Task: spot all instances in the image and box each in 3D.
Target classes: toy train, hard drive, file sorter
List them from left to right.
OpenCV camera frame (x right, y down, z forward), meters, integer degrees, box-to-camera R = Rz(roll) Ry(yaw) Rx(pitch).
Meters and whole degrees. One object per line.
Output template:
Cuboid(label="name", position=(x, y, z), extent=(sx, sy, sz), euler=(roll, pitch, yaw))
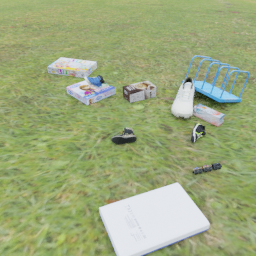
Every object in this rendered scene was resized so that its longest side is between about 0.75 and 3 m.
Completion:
Cuboid(label="hard drive", position=(0.662, 2.437, 7.552), extent=(2.490, 0.316, 1.643), euler=(-13, 36, -19))
Cuboid(label="toy train", position=(2.608, 1.336, 9.318), extent=(1.092, 0.186, 0.250), euler=(-10, 32, -15))
Cuboid(label="file sorter", position=(4.178, -2.367, 13.334), extent=(1.680, 1.486, 2.421), euler=(-4, 30, -37))

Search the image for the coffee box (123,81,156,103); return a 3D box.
Cuboid(label="coffee box", position=(0.547, -1.771, 13.586), extent=(1.443, 0.576, 0.816), euler=(-16, 37, -22))

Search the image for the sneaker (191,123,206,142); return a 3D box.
Cuboid(label="sneaker", position=(2.765, 0.161, 10.845), extent=(0.496, 0.429, 1.197), euler=(12, 36, 18))

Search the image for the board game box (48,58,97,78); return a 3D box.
Cuboid(label="board game box", position=(-3.231, -3.546, 16.369), extent=(2.373, 0.406, 1.595), euler=(10, 35, 14))

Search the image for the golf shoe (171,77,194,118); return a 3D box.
Cuboid(label="golf shoe", position=(2.498, -1.405, 12.494), extent=(0.978, 1.215, 2.499), euler=(8, 36, 9))

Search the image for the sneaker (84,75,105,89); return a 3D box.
Cuboid(label="sneaker", position=(-1.492, -2.234, 12.867), extent=(0.635, 1.141, 0.438), euler=(-37, 65, 13))

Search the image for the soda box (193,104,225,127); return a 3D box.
Cuboid(label="soda box", position=(3.417, -0.562, 11.900), extent=(0.414, 0.445, 1.303), euler=(-27, 42, -34))

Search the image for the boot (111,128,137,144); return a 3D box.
Cuboid(label="boot", position=(-0.186, 0.288, 10.764), extent=(0.958, 0.346, 0.723), euler=(-3, 30, -7))

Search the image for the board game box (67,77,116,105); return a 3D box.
Cuboid(label="board game box", position=(-1.836, -1.869, 13.922), extent=(1.757, 0.361, 1.753), euler=(-28, 43, -35))
